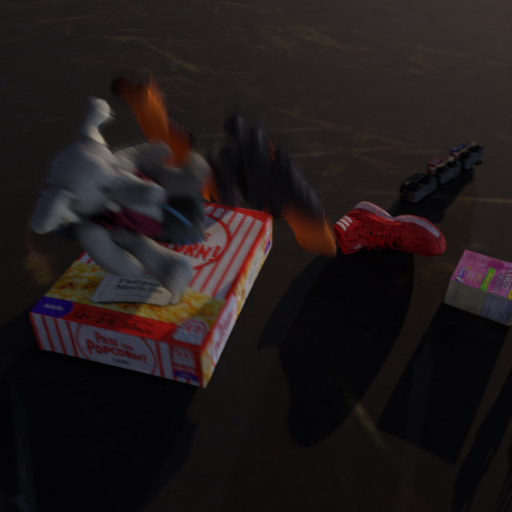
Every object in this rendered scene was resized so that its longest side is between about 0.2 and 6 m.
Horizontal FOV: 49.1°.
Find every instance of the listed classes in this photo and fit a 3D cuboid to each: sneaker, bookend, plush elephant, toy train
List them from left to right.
[{"bbox_3d":[-3.082,2.176,5.561,1.516,0.703,1.525,-16,41,-18],"label":"bookend"},{"bbox_3d":[-1.599,-0.712,6.332,2.122,1.643,1.747,16,80,-1],"label":"plush elephant"},{"bbox_3d":[-1.702,-0.556,7.562,2.023,0.829,0.741,-1,-1,-14],"label":"sneaker"},{"bbox_3d":[1.982,-0.202,8.847,1.035,0.702,1.791,-35,37,-26],"label":"sneaker"},{"bbox_3d":[3.595,-1.631,10.810,2.579,0.440,0.591,-31,35,-33],"label":"toy train"}]

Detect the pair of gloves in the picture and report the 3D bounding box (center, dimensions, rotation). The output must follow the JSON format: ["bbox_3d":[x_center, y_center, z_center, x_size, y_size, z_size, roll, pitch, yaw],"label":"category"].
[{"bbox_3d":[-0.417,-1.145,7.756,3.173,2.827,0.392,25,74,36],"label":"pair of gloves"}]

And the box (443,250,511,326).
[{"bbox_3d":[3.309,0.438,8.036,0.945,0.457,0.831,21,42,24],"label":"box"}]

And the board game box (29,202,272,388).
[{"bbox_3d":[-1.285,0.280,8.009,2.332,0.713,3.079,10,38,13],"label":"board game box"}]
